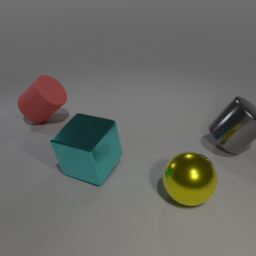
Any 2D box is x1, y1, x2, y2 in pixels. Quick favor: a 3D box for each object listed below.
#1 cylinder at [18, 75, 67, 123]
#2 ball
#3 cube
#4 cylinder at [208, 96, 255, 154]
[{"bbox_3d":[-3.395,-1.143,11.132,1.400,1.400,1.400,-35,14,30],"label":"cylinder"},{"bbox_3d":[1.617,1.315,7.343,1.400,1.400,1.400,0,29,0],"label":"ball"},{"bbox_3d":[-1.167,0.593,8.300,1.400,1.400,1.400,12,43,26],"label":"cube"},{"bbox_3d":[3.659,-0.090,9.307,1.400,1.400,1.400,26,32,-18],"label":"cylinder"}]
